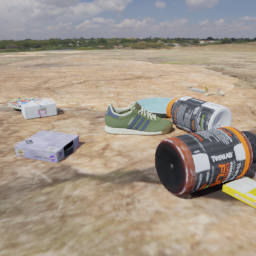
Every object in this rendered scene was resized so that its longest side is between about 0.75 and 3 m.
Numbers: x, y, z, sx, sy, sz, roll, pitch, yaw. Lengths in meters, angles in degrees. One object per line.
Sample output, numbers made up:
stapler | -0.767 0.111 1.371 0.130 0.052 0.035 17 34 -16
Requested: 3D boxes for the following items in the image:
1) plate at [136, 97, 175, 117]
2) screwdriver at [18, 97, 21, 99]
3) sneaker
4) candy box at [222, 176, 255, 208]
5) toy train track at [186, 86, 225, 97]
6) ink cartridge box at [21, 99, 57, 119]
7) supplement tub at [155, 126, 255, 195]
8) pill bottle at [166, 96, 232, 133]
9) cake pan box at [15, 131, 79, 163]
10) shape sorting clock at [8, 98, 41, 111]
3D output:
plate | 1.716 -1.025 13.975 2.898 0.370 2.898 0 21 0
screwdriver | -5.922 -1.480 15.559 0.174 0.167 1.198 -7 25 -29
sneaker | 0.429 -0.434 11.068 2.761 1.240 0.926 0 20 -1
candy box | 3.297 1.699 6.704 0.922 0.238 1.803 -9 21 -35
toy train track | 4.896 -2.482 17.838 1.572 0.446 2.740 -16 25 -37
ink cartridge box | -4.221 -0.923 13.306 1.468 0.621 1.061 -9 22 -27
supplement tub | 2.207 0.754 7.428 2.776 1.484 1.484 -10 22 -25
pill bottle | 2.646 -0.484 11.057 1.345 1.345 2.531 -13 24 -32
cake pan box | -2.663 0.586 9.504 1.654 0.433 1.523 6 23 16
shape sorting clock | -5.161 -1.298 14.618 2.013 0.395 2.013 1 21 0
